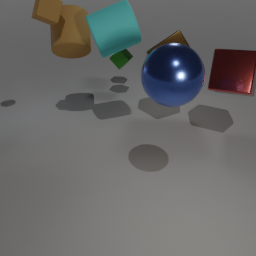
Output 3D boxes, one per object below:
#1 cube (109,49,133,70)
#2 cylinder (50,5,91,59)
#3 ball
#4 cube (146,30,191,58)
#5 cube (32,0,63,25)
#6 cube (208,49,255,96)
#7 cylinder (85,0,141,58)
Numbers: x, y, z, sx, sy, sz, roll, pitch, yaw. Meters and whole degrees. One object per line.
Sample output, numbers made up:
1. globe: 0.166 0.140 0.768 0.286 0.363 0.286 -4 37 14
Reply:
1. cube: -0.304 -3.259 12.946 0.700 0.700 0.700 47 30 -9
2. cylinder: -2.064 -3.416 10.079 1.400 1.400 1.400 -5 -8 -1
3. ball: 0.989 -1.166 6.234 1.400 1.400 1.400 0 31 0
4. cube: 1.642 -2.582 10.635 1.400 1.400 1.400 -32 3 6
5. cube: -2.584 -3.770 8.931 0.700 0.700 0.700 12 6 -32
6. cube: 3.759 -1.919 9.839 1.400 1.400 1.400 12 9 27
7. cylinder: -0.460 -3.185 9.059 1.400 1.400 1.400 -23 33 1
